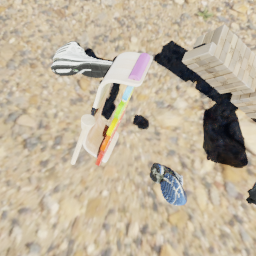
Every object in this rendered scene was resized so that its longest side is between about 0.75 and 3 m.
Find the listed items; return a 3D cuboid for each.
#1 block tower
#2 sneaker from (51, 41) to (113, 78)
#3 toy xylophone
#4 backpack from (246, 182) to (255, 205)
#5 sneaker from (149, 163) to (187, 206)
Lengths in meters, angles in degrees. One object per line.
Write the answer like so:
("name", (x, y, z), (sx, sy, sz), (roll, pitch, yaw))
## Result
("block tower", (2.553, -1.040, 6.172), (2.884, 0.779, 0.834), (30, 72, -25))
("sneaker", (-0.879, -1.467, 5.732), (1.310, 0.494, 0.754), (3, 66, 0))
("toy xylophone", (-0.313, -0.168, 4.512), (0.538, 2.142, 1.568), (24, 56, -1))
("backpack", (3.040, 0.892, 5.300), (1.255, 1.503, 0.952), (14, 33, 21))
("sneaker", (0.725, 0.860, 4.430), (0.423, 0.383, 0.993), (13, 20, -23))
